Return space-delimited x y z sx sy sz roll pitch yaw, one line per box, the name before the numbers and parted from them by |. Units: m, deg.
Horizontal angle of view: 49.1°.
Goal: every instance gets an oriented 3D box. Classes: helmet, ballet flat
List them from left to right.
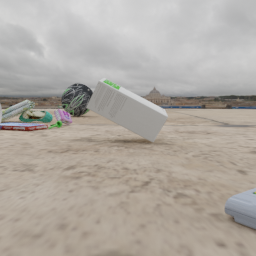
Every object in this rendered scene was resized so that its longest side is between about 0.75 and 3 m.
ballet flat | -4.424 -0.622 13.150 1.814 0.611 0.638 3 -29 16
helmet | -3.425 -1.947 19.288 2.374 2.374 2.263 -1 12 -6

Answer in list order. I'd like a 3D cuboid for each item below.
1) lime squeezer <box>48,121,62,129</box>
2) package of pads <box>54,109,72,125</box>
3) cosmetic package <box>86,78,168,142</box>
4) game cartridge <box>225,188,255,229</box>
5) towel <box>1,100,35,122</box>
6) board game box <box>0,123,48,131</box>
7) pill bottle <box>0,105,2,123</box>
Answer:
lime squeezer | -2.684 -0.134 10.396 0.479 0.256 1.357 -1 6 -12
package of pads | -2.596 -0.439 11.236 0.301 0.479 0.795 -26 -18 14
cosmetic package | -0.003 -0.440 6.585 1.727 0.733 0.929 26 13 -5
game cartridge | 1.330 0.609 2.172 1.006 0.204 0.671 -4 10 -37
towel | -5.488 -0.805 13.430 1.899 0.457 1.625 -26 7 -7
board game box | -3.813 -0.047 9.728 1.834 0.178 0.944 2 7 25
pill bottle | -5.861 -0.551 10.610 1.821 1.060 1.060 -2 5 -7
